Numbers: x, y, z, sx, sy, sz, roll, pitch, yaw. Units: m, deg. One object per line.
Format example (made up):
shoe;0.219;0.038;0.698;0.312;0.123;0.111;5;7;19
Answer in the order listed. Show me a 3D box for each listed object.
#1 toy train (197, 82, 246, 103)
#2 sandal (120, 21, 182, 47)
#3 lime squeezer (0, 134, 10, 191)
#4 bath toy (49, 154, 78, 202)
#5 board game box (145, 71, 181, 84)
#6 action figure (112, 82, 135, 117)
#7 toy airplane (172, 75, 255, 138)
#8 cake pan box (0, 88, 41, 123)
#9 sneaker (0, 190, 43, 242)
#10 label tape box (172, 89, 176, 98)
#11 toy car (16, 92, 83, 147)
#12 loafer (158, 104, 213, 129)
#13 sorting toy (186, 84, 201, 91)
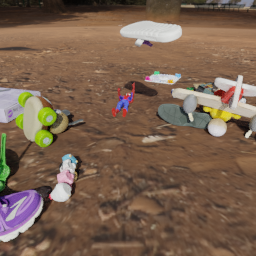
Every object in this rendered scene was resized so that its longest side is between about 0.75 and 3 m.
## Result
toy train;4.070;-1.433;12.315;1.330;0.995;2.334;-18;31;-8
sandal;0.568;-2.725;8.419;1.082;0.653;2.659;-25;31;-17
lime squeezer;-3.201;1.222;6.921;0.396;0.742;2.100;12;54;-12
bath toy;-1.564;1.286;6.901;0.530;0.624;1.435;-30;25;15
board game box;2.051;-2.952;16.305;1.682;0.218;1.682;12;28;23
action figure;-0.155;-1.321;11.937;0.695;1.055;2.131;5;23;9
toy airplane;3.238;-0.647;9.326;2.763;1.958;2.775;14;5;-38
cake pan box;-5.262;-1.017;11.693;2.273;0.646;2.468;5;25;16
sneaker;-2.971;1.665;5.438;2.557;1.067;1.031;-11;27;-23
label tape box;2.565;-1.670;13.503;0.842;0.266;0.607;0;25;0
toy car;-2.529;-0.377;9.568;1.588;1.525;1.933;33;28;35
loafer;2.146;-0.413;10.516;2.046;0.735;0.643;17;10;19
sorting toy;3.857;-1.904;13.914;2.011;0.340;0.969;0;25;2
